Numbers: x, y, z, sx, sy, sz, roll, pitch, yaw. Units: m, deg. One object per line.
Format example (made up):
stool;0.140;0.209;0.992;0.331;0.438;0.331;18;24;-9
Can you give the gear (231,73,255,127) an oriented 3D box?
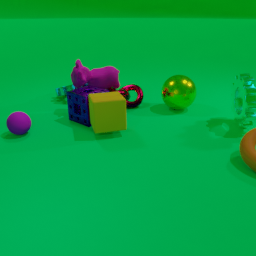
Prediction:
gear;3.603;-0.851;8.754;0.306;1.654;1.654;-3;23;5

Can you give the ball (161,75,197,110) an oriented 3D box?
ball;1.874;-1.316;10.351;1.293;1.293;1.293;0;24;0

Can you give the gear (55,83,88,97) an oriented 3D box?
gear;-2.130;-1.687;11.700;1.783;0.330;1.783;-13;11;3

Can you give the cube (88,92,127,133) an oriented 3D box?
cube;-0.622;-0.490;8.411;0.958;0.958;0.958;-7;22;-13

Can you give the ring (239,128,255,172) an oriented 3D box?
ring;3.650;0.543;6.728;1.813;0.363;1.813;-8;37;6

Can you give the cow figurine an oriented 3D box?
cow figurine;-1.158;-1.882;10.160;1.738;1.711;0.954;-19;68;-1

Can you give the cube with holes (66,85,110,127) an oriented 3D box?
cube with holes;-1.316;-0.767;9.436;1.013;1.013;1.013;19;30;36

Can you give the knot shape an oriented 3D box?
knot shape;-0.163;-1.254;10.842;1.536;0.758;1.641;2;23;5

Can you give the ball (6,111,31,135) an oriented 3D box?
ball;-3.275;-0.144;8.409;0.705;0.705;0.705;0;24;0
